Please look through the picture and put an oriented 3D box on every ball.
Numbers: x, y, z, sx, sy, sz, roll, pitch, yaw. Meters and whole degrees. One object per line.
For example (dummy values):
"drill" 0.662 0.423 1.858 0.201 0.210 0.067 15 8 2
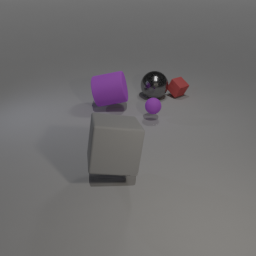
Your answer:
"ball" 1.336 -2.168 14.140 1.400 1.400 1.400 0 29 0
"ball" 1.071 -0.936 11.922 0.700 0.700 0.700 0 29 0

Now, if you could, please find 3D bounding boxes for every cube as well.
"cube" -0.416 0.449 8.199 1.400 1.400 1.400 5 17 -11
"cube" 2.555 -2.098 14.341 0.700 0.700 0.700 -19 61 -35

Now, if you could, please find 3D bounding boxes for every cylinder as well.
"cylinder" -0.812 -1.772 12.723 1.400 1.400 1.400 -9 28 9
